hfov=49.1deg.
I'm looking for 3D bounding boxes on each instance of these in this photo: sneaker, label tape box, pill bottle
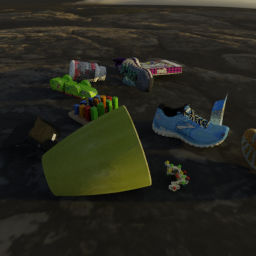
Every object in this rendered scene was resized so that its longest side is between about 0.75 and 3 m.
[{"bbox_3d":[4.536,0.988,8.348,1.166,1.006,2.661,-3,37,-22],"label":"sneaker"},{"bbox_3d":[2.166,-0.181,9.877,2.782,1.251,1.090,14,33,22],"label":"sneaker"},{"bbox_3d":[0.152,-2.601,13.596,1.287,1.094,2.940,3,31,-25],"label":"sneaker"},{"bbox_3d":[3.386,-0.593,10.560,0.406,1.281,0.924,12,32,20],"label":"label tape box"},{"bbox_3d":[-2.126,-2.957,14.769,1.807,1.000,1.000,2,28,-21],"label":"pill bottle"}]

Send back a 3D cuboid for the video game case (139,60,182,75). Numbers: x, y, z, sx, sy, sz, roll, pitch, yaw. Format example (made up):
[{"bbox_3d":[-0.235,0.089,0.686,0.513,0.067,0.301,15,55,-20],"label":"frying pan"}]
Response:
[{"bbox_3d":[1.456,-3.443,15.964,2.473,0.443,2.241,-8,23,-15],"label":"video game case"}]

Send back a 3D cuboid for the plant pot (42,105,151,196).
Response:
[{"bbox_3d":[-0.920,0.855,7.518,2.441,2.284,2.284,-19,33,-5],"label":"plant pot"}]

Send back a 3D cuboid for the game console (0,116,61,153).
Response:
[{"bbox_3d":[-3.242,0.394,9.573,1.466,0.970,1.667,32,23,-18],"label":"game console"}]

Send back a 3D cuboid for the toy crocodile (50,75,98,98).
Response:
[{"bbox_3d":[-2.677,-1.918,13.447,2.729,0.843,0.921,19,35,22],"label":"toy crocodile"}]

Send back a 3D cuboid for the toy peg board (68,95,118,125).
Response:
[{"bbox_3d":[-1.280,-0.850,11.324,1.685,0.827,1.692,28,43,35],"label":"toy peg board"}]

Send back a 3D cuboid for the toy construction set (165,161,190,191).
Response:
[{"bbox_3d":[1.383,1.376,8.014,0.629,0.442,0.959,19,35,-14],"label":"toy construction set"}]

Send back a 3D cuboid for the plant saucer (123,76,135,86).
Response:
[{"bbox_3d":[0.506,-2.650,15.167,1.610,0.221,1.610,-1,30,1],"label":"plant saucer"}]
